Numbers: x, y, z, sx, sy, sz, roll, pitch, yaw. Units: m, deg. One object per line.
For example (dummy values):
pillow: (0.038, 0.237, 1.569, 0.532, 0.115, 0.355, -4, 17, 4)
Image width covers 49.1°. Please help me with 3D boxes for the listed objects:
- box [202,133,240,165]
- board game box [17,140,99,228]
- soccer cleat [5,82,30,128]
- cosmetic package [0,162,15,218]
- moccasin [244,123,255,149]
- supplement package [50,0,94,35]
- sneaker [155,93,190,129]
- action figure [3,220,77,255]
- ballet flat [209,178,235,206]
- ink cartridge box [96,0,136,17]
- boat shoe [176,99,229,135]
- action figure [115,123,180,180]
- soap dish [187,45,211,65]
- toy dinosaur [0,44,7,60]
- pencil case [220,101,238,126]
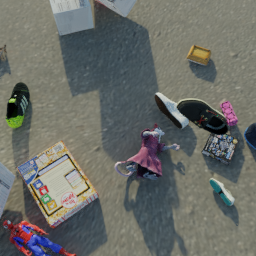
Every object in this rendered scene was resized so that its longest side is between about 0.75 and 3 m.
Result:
box: (3.091, 0.604, 9.339, 0.962, 0.241, 0.969, 26, 65, 12)
board game box: (-2.167, 1.668, 8.633, 1.626, 0.497, 2.147, -32, 67, -16)
soccer cleat: (-3.884, -0.915, 9.828, 0.635, 0.762, 1.880, -1, 63, -1)
cosmetic package: (-4.989, 2.112, 7.379, 2.765, 1.705, 2.774, 9, 61, 4)
moccasin: (4.956, 0.763, 8.882, 2.614, 0.891, 1.052, 32, 67, 15)
supplement package: (-2.332, -4.804, 11.633, 1.498, 1.137, 1.129, -16, 64, -8)
sneaker: (1.589, -0.700, 9.883, 0.658, 0.566, 1.554, -35, 78, -22)
action figure: (-2.573, 3.215, 7.835, 2.301, 0.595, 0.753, 25, 68, 15)
ballet flat: (2.909, 1.932, 8.643, 0.338, 0.338, 0.972, -32, 71, -15)
ink cartridge box: (-1.015, -5.878, 11.189, 2.059, 2.827, 1.199, 36, 98, 16)
boat shoe: (1.832, -0.267, 6.763, 1.487, 0.544, 0.466, 23, 38, -22)
action figure: (0.681, 0.728, 9.059, 1.485, 1.336, 1.994, -20, 38, 38)
soap dish: (2.830, -2.901, 11.097, 0.851, 0.346, 0.670, 22, 65, 10)
toy dinosaur: (-5.170, -2.961, 11.149, 0.857, 0.368, 0.581, -12, 52, 11)
pencil case: (3.531, -0.517, 9.856, 0.405, 0.393, 0.865, -16, 61, 5)
